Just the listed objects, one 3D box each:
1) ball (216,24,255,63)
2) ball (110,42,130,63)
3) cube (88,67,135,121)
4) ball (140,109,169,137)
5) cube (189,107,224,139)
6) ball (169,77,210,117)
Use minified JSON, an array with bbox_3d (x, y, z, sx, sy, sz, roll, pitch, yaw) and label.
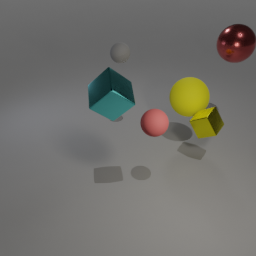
[{"bbox_3d":[4.043,-3.155,10.488,1.400,1.400,1.400,0,30,0],"label":"ball"},{"bbox_3d":[-0.270,-2.583,9.640,0.700,0.700,0.700,0,30,0],"label":"ball"},{"bbox_3d":[-0.360,-0.705,5.952,0.700,0.700,0.700,27,41,-38],"label":"cube"},{"bbox_3d":[0.659,-0.129,6.981,0.700,0.700,0.700,0,30,0],"label":"ball"},{"bbox_3d":[2.555,-0.165,9.069,0.700,0.700,0.700,-14,22,48],"label":"cube"},{"bbox_3d":[2.179,-1.099,9.970,1.400,1.400,1.400,0,30,0],"label":"ball"}]
